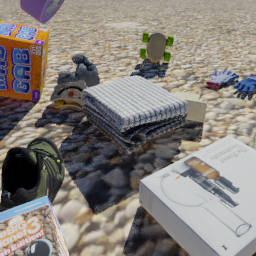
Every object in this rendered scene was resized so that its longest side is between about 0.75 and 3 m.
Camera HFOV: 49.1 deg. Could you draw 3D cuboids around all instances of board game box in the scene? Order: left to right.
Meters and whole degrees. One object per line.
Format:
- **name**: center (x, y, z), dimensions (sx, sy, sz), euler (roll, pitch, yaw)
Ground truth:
- **board game box**: center (-1.693, 2.378, 3.936), dimensions (1.789, 1.087, 2.244), euler (-19, 36, -14)
- **board game box**: center (-4.224, -2.571, 10.521), dimensions (2.153, 2.152, 2.154), euler (7, 31, -13)

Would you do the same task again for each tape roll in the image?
- **tape roll**: center (-2.394, -3.987, 8.266), dimensions (0.703, 1.655, 1.655), euler (35, 33, -10)

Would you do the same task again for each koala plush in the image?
- **koala plush**: center (-2.012, -1.864, 10.608), dimensions (1.430, 1.380, 1.556), euler (36, 42, 27)

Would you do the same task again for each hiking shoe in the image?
- **hiking shoe**: center (-2.031, 0.864, 6.137), dimensions (1.107, 1.472, 2.923), euler (-4, 33, -7)

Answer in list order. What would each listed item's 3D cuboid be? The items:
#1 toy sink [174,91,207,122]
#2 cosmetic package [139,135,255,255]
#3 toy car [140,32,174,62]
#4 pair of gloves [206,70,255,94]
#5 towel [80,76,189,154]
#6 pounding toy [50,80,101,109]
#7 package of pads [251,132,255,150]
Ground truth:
- **toy sink**: center (2.061, -0.731, 9.335), dimensions (1.121, 0.731, 0.628), euler (11, 34, 18)
- **cosmetic package**: center (2.070, 1.408, 5.976), dimensions (2.980, 0.770, 2.247), euler (-21, 41, -30)
- **toy car**: center (1.406, -4.191, 14.311), dimensions (1.506, 1.447, 1.834), euler (8, 22, -2)
- **pair of gloves**: center (4.492, -1.922, 11.652), dimensions (2.316, 0.264, 1.861), euler (22, 40, 32)
- **towel**: center (0.152, -0.558, 8.680), dimensions (2.357, 1.218, 2.847), euler (-19, 35, -29)
- **pounding toy**: center (-1.736, -0.968, 9.969), dimensions (1.804, 1.035, 1.031), euler (-9, 61, 2)
- **package of pads**: center (4.903, 0.720, 6.801), dimensions (2.308, 1.019, 2.988), euler (-14, 34, -23)
